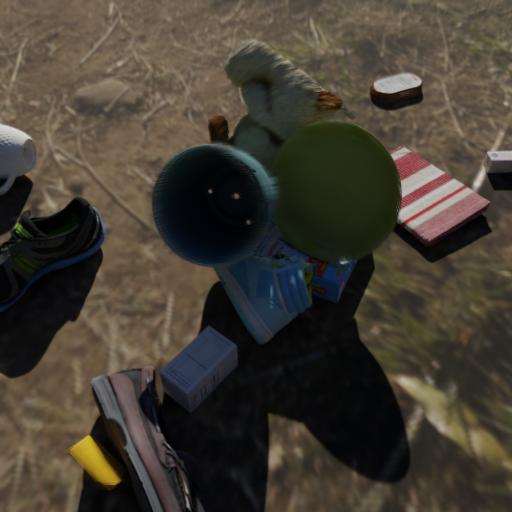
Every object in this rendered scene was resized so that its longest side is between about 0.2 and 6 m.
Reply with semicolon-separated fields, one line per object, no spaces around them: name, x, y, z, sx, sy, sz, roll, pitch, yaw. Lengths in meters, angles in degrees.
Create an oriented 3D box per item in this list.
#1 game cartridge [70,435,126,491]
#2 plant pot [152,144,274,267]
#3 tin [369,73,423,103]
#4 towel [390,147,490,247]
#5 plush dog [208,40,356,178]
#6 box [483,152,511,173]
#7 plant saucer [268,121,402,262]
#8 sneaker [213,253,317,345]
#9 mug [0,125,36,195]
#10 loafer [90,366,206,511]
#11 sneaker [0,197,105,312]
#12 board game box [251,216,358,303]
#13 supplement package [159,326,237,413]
game cartridge;-1.973;2.585;7.028;0.686;0.779;0.126;44;84;4
plant pot;-0.480;-0.826;8.557;1.720;1.720;1.616;12;13;10
tin;3.426;-4.116;13.663;1.371;0.287;0.768;-19;54;-17
towel;3.110;-1.223;11.025;1.691;0.267;2.348;-28;52;-21
plush dog;0.332;-2.153;9.776;2.118;2.466;1.978;-52;45;12
box;5.628;-1.956;11.620;1.697;0.352;0.328;-2;46;0
plant saucer;1.260;-1.030;9.034;2.249;2.249;0.349;24;24;21
sneaker;0.141;0.209;9.048;1.437;0.875;2.201;-32;60;1
mug;-5.197;-1.891;11.160;1.321;1.112;1.507;5;75;3
loafer;-1.190;2.539;7.082;0.942;1.075;2.991;-21;48;-23
sneaker;-3.924;-0.079;9.301;2.961;1.227;1.050;-36;55;-28
board game box;0.924;-0.252;9.945;1.807;0.516;1.846;20;51;17
supplement package;-0.824;1.644;8.174;0.590;0.568;1.037;32;55;26
